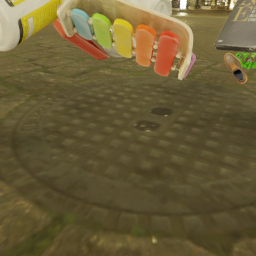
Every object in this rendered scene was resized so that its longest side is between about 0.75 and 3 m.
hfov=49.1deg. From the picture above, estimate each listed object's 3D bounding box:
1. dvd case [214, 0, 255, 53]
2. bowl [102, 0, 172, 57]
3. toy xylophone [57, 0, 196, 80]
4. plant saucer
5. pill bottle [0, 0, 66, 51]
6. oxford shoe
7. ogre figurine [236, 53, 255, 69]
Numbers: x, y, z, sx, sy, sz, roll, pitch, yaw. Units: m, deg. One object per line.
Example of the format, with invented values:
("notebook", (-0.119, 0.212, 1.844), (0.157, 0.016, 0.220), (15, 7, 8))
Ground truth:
("dvd case", (3.563, -2.903, 6.253), (2.215, 0.238, 2.979), (20, 74, 40))
("bowl", (0.449, -3.351, 8.461), (1.271, 2.827, 2.827), (27, 36, 24))
("toy xylophone", (0.055, -1.557, 4.971), (2.423, 0.609, 1.774), (21, -8, 12))
("plant saucer", (-1.514, -2.707, 8.539), (1.637, 0.301, 1.640), (26, 18, -39))
("pill bottle", (-2.060, -2.607, 5.678), (1.252, 1.252, 2.249), (13, 46, 25))
("oxford shoe", (2.828, -1.603, 7.369), (0.924, 0.329, 0.337), (60, 26, 13))
("ogre figurine", (4.119, -2.308, 9.618), (0.855, 0.513, 0.420), (-3, 21, -17))
